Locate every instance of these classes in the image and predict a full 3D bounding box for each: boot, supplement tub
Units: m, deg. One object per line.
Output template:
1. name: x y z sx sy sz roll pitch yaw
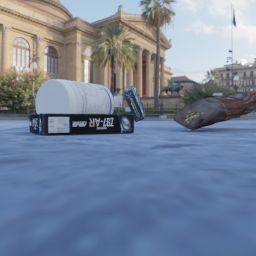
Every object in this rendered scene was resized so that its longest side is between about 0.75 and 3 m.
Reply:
1. boot: 1.784 -0.332 7.120 2.653 0.852 2.472 -18 -3 -45
2. supplement tub: -1.474 -0.681 8.210 1.355 1.355 2.054 1 4 32

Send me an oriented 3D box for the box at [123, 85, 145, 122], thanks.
1. box: 0.226 -0.823 9.073 0.323 1.000 1.268 -21 14 10

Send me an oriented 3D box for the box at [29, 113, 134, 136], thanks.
1. box: -0.921 -0.091 5.368 1.679 0.365 1.345 -1 2 -29
